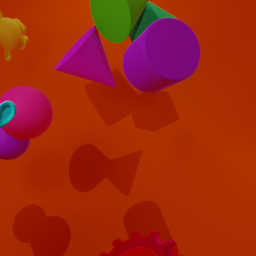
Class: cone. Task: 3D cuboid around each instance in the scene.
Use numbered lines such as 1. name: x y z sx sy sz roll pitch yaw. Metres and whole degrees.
1. cone: -0.746 -1.404 6.586 1.347 1.342 1.342 42 59 -23
2. cone: 0.047 -2.592 5.942 1.220 1.215 1.215 -34 64 -32

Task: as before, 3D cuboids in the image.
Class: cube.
1. cube: 0.833 -2.638 7.958 1.095 1.095 1.095 13 42 -36

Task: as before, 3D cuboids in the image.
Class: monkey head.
1. monkey head: -2.218 0.143 3.840 1.452 1.044 0.875 -21 20 -8
2. monkey head: -3.412 -2.602 7.906 1.016 1.413 0.851 1 16 34

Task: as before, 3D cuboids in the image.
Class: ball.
1. ball: -2.538 0.243 5.939 0.864 0.864 0.864 0 58 0
2. ball: -1.921 -0.276 5.232 0.993 0.993 0.993 0 58 0

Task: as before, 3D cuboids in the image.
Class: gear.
1. gear: 0.192 2.543 4.901 1.640 0.303 1.640 -13 25 6

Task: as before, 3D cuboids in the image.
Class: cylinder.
1. cylinder: 0.542 -1.202 4.848 1.024 1.024 1.024 1 86 -19
